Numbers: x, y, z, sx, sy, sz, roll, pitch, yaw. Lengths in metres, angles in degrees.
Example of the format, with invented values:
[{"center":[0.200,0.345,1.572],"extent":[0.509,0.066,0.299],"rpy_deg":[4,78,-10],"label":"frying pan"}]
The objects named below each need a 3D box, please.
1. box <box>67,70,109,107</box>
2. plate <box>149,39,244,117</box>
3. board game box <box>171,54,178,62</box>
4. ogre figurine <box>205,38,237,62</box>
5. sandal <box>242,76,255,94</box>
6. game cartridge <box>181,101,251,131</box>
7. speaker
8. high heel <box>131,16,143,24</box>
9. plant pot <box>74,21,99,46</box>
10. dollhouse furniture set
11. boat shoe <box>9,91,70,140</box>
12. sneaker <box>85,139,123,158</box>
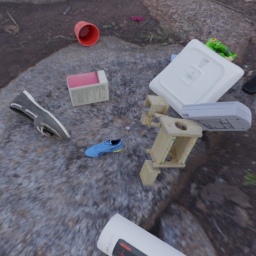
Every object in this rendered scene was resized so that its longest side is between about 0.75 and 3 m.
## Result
[{"center":[-1.493,-1.493,10.525],"extent":[1.430,0.914,0.779],"rpy_deg":[-12,50,-10],"label":"box"},{"center":[2.306,-1.816,10.093],"extent":[2.565,0.415,2.560],"rpy_deg":[-45,56,6],"label":"plate"},{"center":[2.782,-2.768,12.145],"extent":[1.865,0.181,0.960],"rpy_deg":[8,48,7],"label":"board game box"},{"center":[3.614,-2.977,11.685],"extent":[1.327,1.086,2.214],"rpy_deg":[43,71,-2],"label":"ogre figurine"},{"center":[5.560,-1.948,11.307],"extent":[2.215,0.499,0.832],"rpy_deg":[-31,49,-7],"label":"sandal"},{"center":[2.771,-0.297,8.389],"extent":[1.673,2.514,0.514],"rpy_deg":[4,83,29],"label":"game cartridge"},{"center":[0.476,3.004,6.544],"extent":[2.382,0.967,0.967],"rpy_deg":[26,54,21],"label":"speaker"},{"center":[0.481,-5.819,14.696],"extent":[0.815,0.392,0.275],"rpy_deg":[36,58,27],"label":"high heel"},{"center":[-2.020,-4.515,13.211],"extent":[1.065,1.065,0.942],"rpy_deg":[-22,42,-18],"label":"plant pot"},{"center":[1.036,0.358,8.384],"extent":[1.141,2.053,1.815],"rpy_deg":[3,39,-22],"label":"dollhouse furniture set"},{"center":[-3.056,-0.271,9.518],"extent":[0.831,0.975,2.918],"rpy_deg":[-42,55,-16],"label":"boat shoe"},{"center":[-0.781,0.590,8.987],"extent":[1.258,0.493,0.415],"rpy_deg":[-12,52,-9],"label":"sneaker"}]
